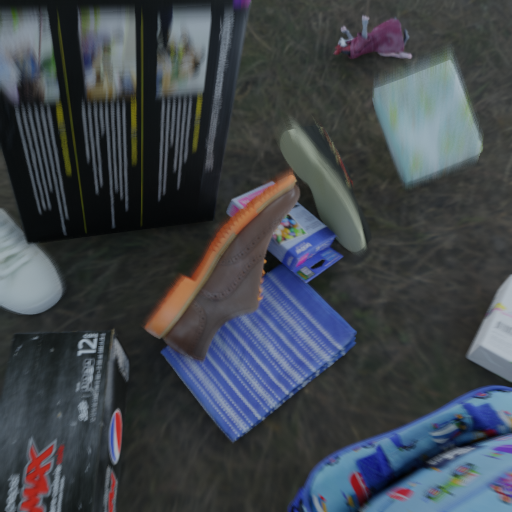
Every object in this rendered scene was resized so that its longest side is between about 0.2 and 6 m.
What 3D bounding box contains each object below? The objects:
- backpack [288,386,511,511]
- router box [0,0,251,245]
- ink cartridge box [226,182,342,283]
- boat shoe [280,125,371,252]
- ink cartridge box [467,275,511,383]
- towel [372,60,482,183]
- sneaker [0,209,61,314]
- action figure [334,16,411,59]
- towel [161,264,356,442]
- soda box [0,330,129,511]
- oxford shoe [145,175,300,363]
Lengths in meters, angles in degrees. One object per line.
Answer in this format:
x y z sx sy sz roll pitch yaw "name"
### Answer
2.114 2.807 5.408 3.501 3.834 2.580 -21 63 -10 "backpack"
-1.903 -1.857 7.613 3.017 4.044 1.033 -8 58 -18 "router box"
0.504 -0.426 8.950 1.758 0.369 1.049 44 47 18 "ink cartridge box"
1.282 -1.177 9.272 0.734 0.857 2.342 -22 75 -28 "boat shoe"
3.997 0.985 8.307 1.015 0.583 1.733 30 65 16 "ink cartridge box"
2.825 -2.224 9.295 1.417 0.399 1.656 -22 98 4 "towel"
-4.196 -0.243 8.638 2.846 1.205 1.036 40 67 15 "sneaker"
2.267 -4.281 11.356 1.441 0.965 1.073 -20 106 3 "action figure"
0.069 1.314 8.284 2.428 0.290 1.758 -36 66 -19 "towel"
-2.452 2.937 6.823 1.387 1.241 3.920 -2 60 0 "soda box"
-0.247 0.173 8.072 1.096 1.072 3.006 40 93 -6 "oxford shoe"
